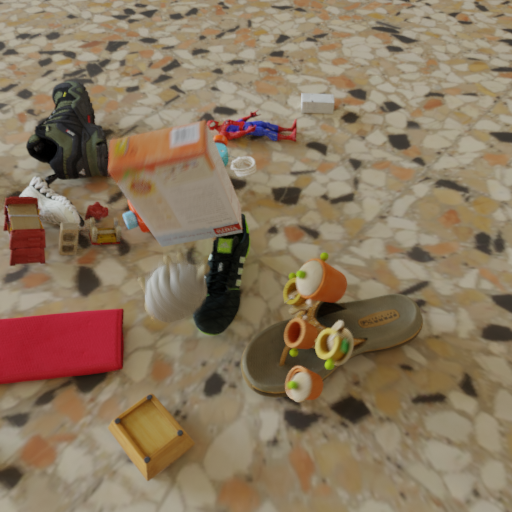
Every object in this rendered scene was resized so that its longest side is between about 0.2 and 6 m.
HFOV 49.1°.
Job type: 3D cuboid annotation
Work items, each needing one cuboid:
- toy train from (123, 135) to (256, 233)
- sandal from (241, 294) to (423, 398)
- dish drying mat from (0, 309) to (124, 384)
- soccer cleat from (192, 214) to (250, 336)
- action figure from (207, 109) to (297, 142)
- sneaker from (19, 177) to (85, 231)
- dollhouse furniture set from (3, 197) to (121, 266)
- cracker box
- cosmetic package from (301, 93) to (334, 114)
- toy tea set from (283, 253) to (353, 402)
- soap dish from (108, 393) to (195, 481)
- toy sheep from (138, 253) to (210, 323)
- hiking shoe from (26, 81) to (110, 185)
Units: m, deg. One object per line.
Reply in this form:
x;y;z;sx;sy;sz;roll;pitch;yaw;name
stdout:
-1.684;-1.574;12.785;3.226;0.897;2.423;-27;53;-20;toy train
1.342;1.316;9.858;3.502;0.946;1.407;-18;47;-11;sandal
-4.140;1.671;10.021;3.486;0.317;1.339;-5;47;-6;dish drying mat
-0.664;0.279;10.790;0.911;1.094;2.698;7;47;7;soccer cleat
-0.121;-3.380;14.703;2.364;0.611;0.773;1;49;5;action figure
-4.529;-0.991;12.367;1.991;0.748;0.807;31;65;31;sneaker
-4.125;-0.552;11.920;2.234;0.908;1.202;-3;43;-27;dollhouse furniture set
-1.290;-1.140;9.661;1.616;2.413;0.696;-10;59;8;cracker box
1.716;-4.254;15.638;0.907;0.368;0.512;1;44;2;cosmetic package
0.768;1.093;8.785;0.854;1.373;2.308;21;53;-33;toy tea set
-1.669;2.792;8.822;0.906;0.468;1.151;-33;55;-27;soap dish
-1.390;0.573;9.712;1.078;1.563;1.078;32;37;-28;toy sheep
-4.868;-3.177;13.915;1.804;1.357;3.584;-16;49;-20;hiking shoe
